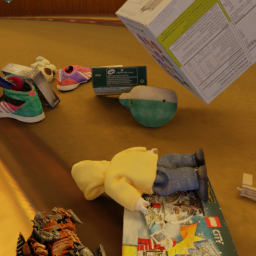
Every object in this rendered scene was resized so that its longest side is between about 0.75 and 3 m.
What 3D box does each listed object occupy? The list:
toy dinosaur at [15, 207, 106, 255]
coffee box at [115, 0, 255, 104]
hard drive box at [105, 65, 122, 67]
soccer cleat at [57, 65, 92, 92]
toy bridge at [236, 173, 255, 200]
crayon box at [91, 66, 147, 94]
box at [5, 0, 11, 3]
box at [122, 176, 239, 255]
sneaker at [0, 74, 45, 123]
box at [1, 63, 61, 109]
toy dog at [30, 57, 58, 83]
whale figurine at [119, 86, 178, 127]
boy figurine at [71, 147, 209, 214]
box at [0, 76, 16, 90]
[{"bbox_3d":[-0.996,1.904,3.255,1.916,1.442,2.823,7,1,-23],"label":"toy dinosaur"},{"bbox_3d":[1.885,-2.932,7.636,2.853,2.822,2.849,-43,31,8],"label":"coffee box"},{"bbox_3d":[-0.744,-2.444,12.667,1.311,0.503,1.022,-8,28,-15],"label":"hard drive box"},{"bbox_3d":[-2.211,-2.339,11.997,0.852,0.914,2.498,9,28,18],"label":"soccer cleat"},{"bbox_3d":[3.249,1.413,5.184,2.356,0.321,0.792,10,29,19],"label":"toy bridge"},{"bbox_3d":[-0.378,-1.605,9.695,1.674,0.687,2.663,-3,3,-6],"label":"crayon box"},{"bbox_3d":[-2.157,-2.300,4.279,0.835,0.344,0.205,24,15,-27],"label":"box"},{"bbox_3d":[0.739,1.667,4.520,1.637,0.452,2.397,1,27,1],"label":"box"},{"bbox_3d":[-3.742,-1.001,8.810,2.279,1.376,0.953,9,28,17],"label":"sneaker"},{"bbox_3d":[-3.351,-1.466,9.688,1.796,1.422,0.434,18,59,33],"label":"box"},{"bbox_3d":[-3.614,-2.330,12.183,1.345,0.968,1.387,23,20,-20],"label":"toy dog"},{"bbox_3d":[0.553,-0.631,8.677,1.798,1.173,2.260,4,1,-24],"label":"whale figurine"},{"bbox_3d":[0.162,0.920,5.025,2.469,0.795,1.535,-7,33,10],"label":"boy figurine"},{"bbox_3d":[-2.698,-0.984,5.538,0.895,0.145,0.542,17,-11,28],"label":"box"}]
